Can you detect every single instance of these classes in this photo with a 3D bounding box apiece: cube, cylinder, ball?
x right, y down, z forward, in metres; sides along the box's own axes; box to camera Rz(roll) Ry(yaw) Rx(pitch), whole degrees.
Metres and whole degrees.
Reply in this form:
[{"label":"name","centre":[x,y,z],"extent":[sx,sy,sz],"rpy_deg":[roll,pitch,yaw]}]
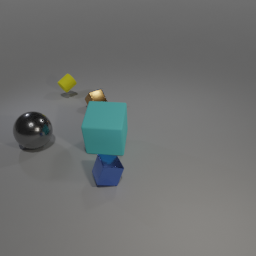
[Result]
[{"label":"cube","centre":[-1.516,-1.312,13.253],"extent":[0.700,0.700,0.700],"rpy_deg":[-21,-9,-32]},{"label":"cylinder","centre":[-3.123,-2.306,14.378],"extent":[0.700,0.700,0.700],"rpy_deg":[-46,46,-13]},{"label":"ball","centre":[-3.517,0.084,10.389],"extent":[1.400,1.400,1.400],"rpy_deg":[0,30,0]},{"label":"cube","centre":[-0.639,1.313,8.769],"extent":[0.700,0.700,0.700],"rpy_deg":[9,24,-27]},{"label":"cube","centre":[-0.793,0.007,10.214],"extent":[1.400,1.400,1.400],"rpy_deg":[3,45,5]}]
